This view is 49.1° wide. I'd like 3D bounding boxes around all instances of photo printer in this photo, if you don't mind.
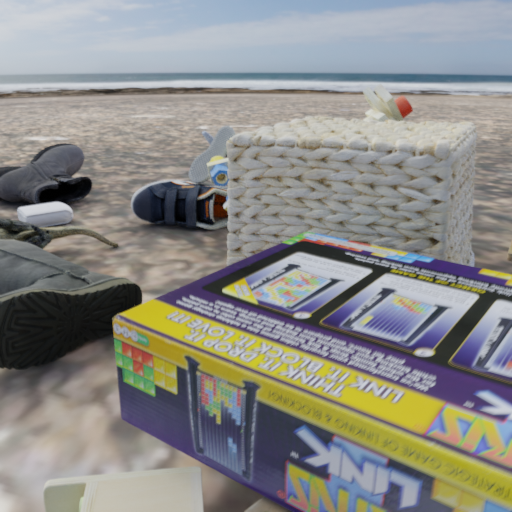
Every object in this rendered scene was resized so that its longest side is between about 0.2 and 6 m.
[{"bbox_3d":[-4.444,-0.873,11.885,1.023,0.355,0.851,-13,24,-30],"label":"photo printer"}]

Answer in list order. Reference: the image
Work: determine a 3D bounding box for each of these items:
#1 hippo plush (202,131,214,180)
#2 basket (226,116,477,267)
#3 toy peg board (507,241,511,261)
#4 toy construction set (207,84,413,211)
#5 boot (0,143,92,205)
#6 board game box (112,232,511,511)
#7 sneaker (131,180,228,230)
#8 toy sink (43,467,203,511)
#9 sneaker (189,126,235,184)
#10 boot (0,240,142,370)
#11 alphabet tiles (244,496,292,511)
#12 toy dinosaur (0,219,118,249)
[{"bbox_3d":[-0.033,-1.798,13.134,2.456,1.956,1.975,-8,-4,-13],"label":"hippo plush"},{"bbox_3d":[1.512,-0.611,8.122,3.102,2.517,3.130,9,20,25],"label":"basket"},{"bbox_3d":[5.435,-0.383,9.961,1.569,0.767,1.562,11,23,26],"label":"toy peg board"},{"bbox_3d":[1.220,-1.699,10.507,3.816,2.502,1.758,-26,40,23],"label":"toy construction set"},{"bbox_3d":[-4.877,-1.915,14.057,2.036,1.079,3.092,12,34,23],"label":"boot"},{"bbox_3d":[1.126,0.865,4.415,3.466,0.983,2.865,14,25,34],"label":"board game box"},{"bbox_3d":[-1.363,-1.053,11.532,2.426,0.951,0.963,-3,19,-8],"label":"sneaker"},{"bbox_3d":[-0.887,1.933,3.744,1.091,0.711,0.611,-2,21,-7],"label":"toy sink"},{"bbox_3d":[-0.849,-2.015,11.691,0.541,1.380,0.548,35,-7,16],"label":"sneaker"},{"bbox_3d":[-3.248,0.422,7.430,2.789,1.012,2.535,21,14,31],"label":"boot"},{"bbox_3d":[1.344,2.016,2.692,3.468,0.131,2.899,16,23,39],"label":"alphabet tiles"},{"bbox_3d":[-4.009,-0.356,9.718,2.989,0.709,1.317,-1,-6,-6],"label":"toy dinosaur"}]
